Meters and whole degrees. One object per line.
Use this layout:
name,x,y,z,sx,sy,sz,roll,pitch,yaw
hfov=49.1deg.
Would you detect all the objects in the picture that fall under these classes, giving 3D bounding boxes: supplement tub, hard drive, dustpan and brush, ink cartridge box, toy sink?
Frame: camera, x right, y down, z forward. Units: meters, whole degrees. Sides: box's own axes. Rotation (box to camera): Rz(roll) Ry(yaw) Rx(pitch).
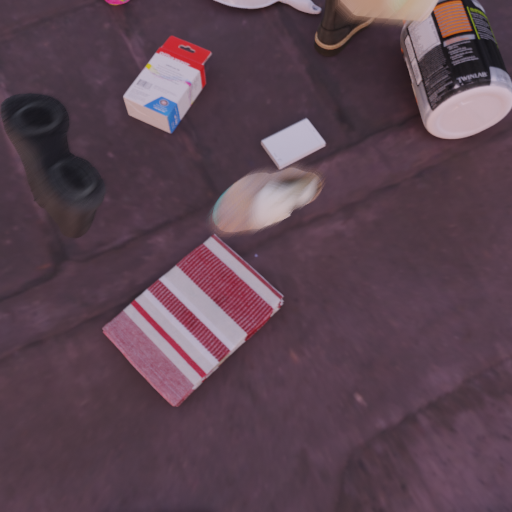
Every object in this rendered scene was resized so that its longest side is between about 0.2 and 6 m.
supplement tub,3.703,-3.727,10.621,1.629,1.629,2.658,-6,67,-2
hard drive,0.711,-2.159,10.759,1.034,0.136,0.682,-29,70,-12
dustpan and brush,0.217,-5.831,12.118,2.559,0.732,1.786,21,65,16
ink cartridge box,-1.688,-3.394,11.034,1.018,0.589,1.752,26,69,11
toy sink,2.120,-4.468,8.878,1.572,0.881,1.025,33,97,46

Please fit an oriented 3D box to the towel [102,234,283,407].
towel,-1.022,1.001,9.345,2.539,0.289,1.829,-42,71,-18

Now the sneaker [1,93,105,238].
sneaker,-3.154,-1.369,8.415,0.986,1.179,2.597,-14,62,-32

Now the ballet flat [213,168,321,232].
ballet flat,0.269,-0.810,7.672,0.707,0.716,2.102,14,29,30

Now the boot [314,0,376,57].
boot,2.022,-5.308,11.339,0.862,1.540,2.226,27,69,11

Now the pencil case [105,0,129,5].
pencil case,-3.069,-6.276,12.207,0.729,0.729,1.650,-9,66,-4
